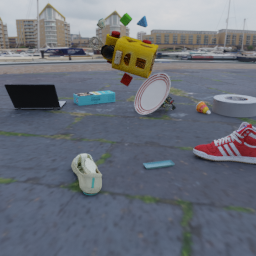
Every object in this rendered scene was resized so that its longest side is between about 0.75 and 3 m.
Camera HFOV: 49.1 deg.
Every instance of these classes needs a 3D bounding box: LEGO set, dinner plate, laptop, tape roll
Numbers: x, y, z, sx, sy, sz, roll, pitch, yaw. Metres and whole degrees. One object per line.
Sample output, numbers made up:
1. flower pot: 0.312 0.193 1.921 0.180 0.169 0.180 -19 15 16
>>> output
1. LEGO set: 1.852 -1.456 15.089 1.672 0.730 2.575 55 18 20
2. dinner plate: 1.257 -1.698 14.172 0.289 2.387 2.387 32 -3 -35
3. laptop: -4.824 -1.799 15.070 2.460 1.522 2.627 0 18 -1
4. tape roll: 5.506 -1.170 14.386 2.225 0.735 2.225 -1 17 0

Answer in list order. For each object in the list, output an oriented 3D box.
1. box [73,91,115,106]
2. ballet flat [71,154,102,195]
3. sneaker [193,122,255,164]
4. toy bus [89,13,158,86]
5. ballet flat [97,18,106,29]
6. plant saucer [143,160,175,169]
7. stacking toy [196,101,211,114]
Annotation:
1. box: -1.982 -1.793 16.602 2.309 0.567 0.950 -9 20 -26
2. ballet flat: -1.116 1.052 7.556 0.704 0.704 2.027 -7 19 -20
3. sneaker: 3.145 0.401 8.682 2.147 1.207 0.765 3 18 11
4. toy bus: -0.125 -2.444 9.297 2.247 2.120 1.161 -26 18 26
5. ballet flat: -1.337 -5.272 14.303 0.489 0.489 1.409 -2 17 -5
6. plant saucer: 0.922 1.100 8.366 0.907 0.086 0.317 -6 19 -15
7. stacking toy: 3.894 -0.946 14.221 0.585 0.585 0.800 -11 36 -30
